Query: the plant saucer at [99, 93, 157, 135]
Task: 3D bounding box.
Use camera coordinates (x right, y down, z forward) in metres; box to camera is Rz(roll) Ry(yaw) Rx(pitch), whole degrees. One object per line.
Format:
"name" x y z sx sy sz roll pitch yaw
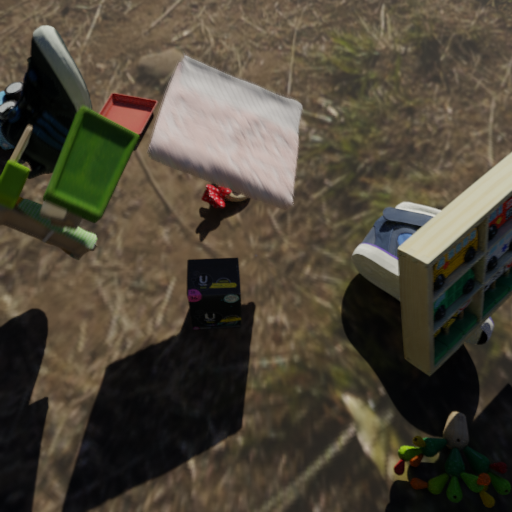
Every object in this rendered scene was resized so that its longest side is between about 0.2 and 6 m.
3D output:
"plant saucer" -3.102 -3.337 13.375 1.207 0.222 1.209 12 56 8

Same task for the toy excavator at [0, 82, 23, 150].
"toy excavator" -6.096 -2.838 12.702 2.041 1.020 1.985 -7 53 10

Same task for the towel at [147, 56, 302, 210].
"towel" -0.411 -2.192 9.787 2.535 0.409 2.422 19 57 -15

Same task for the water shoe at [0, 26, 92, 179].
"water shoe" -3.411 -2.174 9.015 1.320 3.346 1.196 -25 75 -20

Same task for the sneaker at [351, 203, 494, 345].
"sneaker" 3.491 0.053 10.454 2.928 1.179 2.144 35 67 27

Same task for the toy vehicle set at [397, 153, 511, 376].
"toy vehicle set" 3.523 -0.168 8.309 3.697 2.297 0.490 -37 44 -21

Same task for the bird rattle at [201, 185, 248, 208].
"bird rattle" -0.562 -1.550 11.931 1.034 0.714 1.268 12 58 -12

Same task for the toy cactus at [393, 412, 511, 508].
"toy cactus" 3.076 3.073 8.721 1.727 0.883 1.425 8 46 16

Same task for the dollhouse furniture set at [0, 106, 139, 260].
"dollhouse furniture set" -2.832 -0.987 8.232 1.630 3.261 1.259 25 72 -23

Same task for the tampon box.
"tampon box" -0.732 0.687 10.005 0.914 1.220 0.770 -3 56 -2
